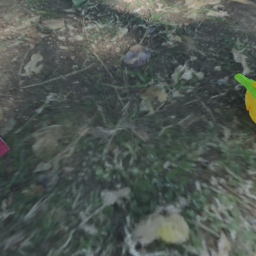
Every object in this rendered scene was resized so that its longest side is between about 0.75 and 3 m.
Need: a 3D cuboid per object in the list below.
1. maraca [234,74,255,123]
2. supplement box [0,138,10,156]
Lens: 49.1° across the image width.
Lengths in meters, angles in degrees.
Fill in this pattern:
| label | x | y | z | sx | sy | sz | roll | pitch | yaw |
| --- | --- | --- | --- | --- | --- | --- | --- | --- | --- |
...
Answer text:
| label | x | y | z | sx | sy | sz | roll | pitch | yaw |
| --- | --- | --- | --- | --- | --- | --- | --- | --- | --- |
| maraca | 4.323 | -0.842 | 8.496 | 1.925 | 1.502 | 2.807 | 19 | 30 | -31 |
| supplement box | -4.021 | 0.209 | 7.866 | 0.558 | 0.719 | 1.303 | -41 | 65 | -20 |
